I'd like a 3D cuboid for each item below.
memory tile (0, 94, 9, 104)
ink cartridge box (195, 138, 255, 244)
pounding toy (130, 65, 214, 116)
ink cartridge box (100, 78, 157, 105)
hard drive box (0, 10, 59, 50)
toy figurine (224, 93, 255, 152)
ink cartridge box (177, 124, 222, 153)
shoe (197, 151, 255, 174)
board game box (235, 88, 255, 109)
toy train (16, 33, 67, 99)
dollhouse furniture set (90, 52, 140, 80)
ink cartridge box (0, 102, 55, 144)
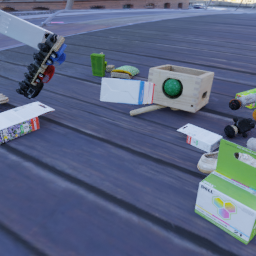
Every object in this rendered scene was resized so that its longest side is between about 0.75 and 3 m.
[{"bbox_3d":[-6.597,-1.029,12.139,2.546,0.214,1.952,-19,22,-30],"label":"memory tile"},{"bbox_3d":[2.406,1.404,6.395,0.727,1.919,1.418,-26,38,-38],"label":"ink cartridge box"},{"bbox_3d":[1.913,-1.493,12.007,2.591,2.001,2.814,16,23,25],"label":"pounding toy"},{"bbox_3d":[0.074,-0.840,6.519,0.890,0.515,1.533,7,8,19],"label":"ink cartridge box"},{"bbox_3d":[-3.801,-3.595,10.511,1.931,0.741,1.505,24,13,0],"label":"hard drive box"},{"bbox_3d":[4.213,-0.229,9.554,1.210,1.712,1.739,-18,33,-17],"label":"toy figurine"},{"bbox_3d":[2.503,0.334,9.920,0.773,0.357,1.419,-26,37,-37],"label":"ink cartridge box"},{"bbox_3d":[3.167,0.989,8.532,2.074,0.553,0.725,-4,30,-7],"label":"shoe"},{"bbox_3d":[5.931,-1.423,12.970,1.778,0.423,0.903,-17,33,-27],"label":"board game box"},{"bbox_3d":[-1.945,-1.261,6.244,0.578,2.526,0.431,33,57,-18],"label":"toy train"},{"bbox_3d":[-0.699,-3.720,16.233,2.451,1.230,1.605,11,31,19],"label":"dollhouse furniture set"},{"bbox_3d":[-4.127,-0.274,10.764,1.297,0.599,2.380,24,36,36],"label":"ink cartridge box"}]
